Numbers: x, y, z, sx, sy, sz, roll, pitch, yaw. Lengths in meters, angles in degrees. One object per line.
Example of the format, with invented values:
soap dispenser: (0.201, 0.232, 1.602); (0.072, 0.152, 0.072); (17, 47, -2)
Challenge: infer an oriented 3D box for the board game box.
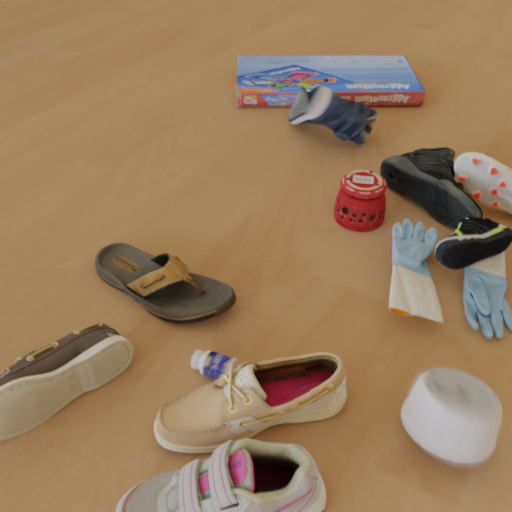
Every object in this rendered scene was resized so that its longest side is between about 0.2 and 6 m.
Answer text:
board game box: (2.038, -5.180, 16.497); (5.222, 0.508, 2.688); (0, 40, 0)

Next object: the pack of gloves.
pack of gloves: (3.468, 0.443, 10.211); (2.234, 0.525, 2.660); (17, 44, 0)

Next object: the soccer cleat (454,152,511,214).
soccer cleat: (5.334, -1.343, 11.685); (2.609, 0.904, 1.012); (34, 37, 11)

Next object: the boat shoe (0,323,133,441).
boat shoe: (-3.110, 1.777, 8.207); (2.589, 0.930, 0.771); (-27, 43, -33)

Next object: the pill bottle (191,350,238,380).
pill bottle: (-0.656, 1.691, 8.671); (0.660, 0.395, 0.395); (14, 43, 16)

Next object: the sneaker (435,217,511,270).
sneaker: (3.861, -0.302, 10.317); (1.937, 0.694, 0.802); (-9, 42, -31)

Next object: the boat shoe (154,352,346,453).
boat shoe: (-0.063, 1.932, 7.925); (2.845, 0.984, 1.049); (-12, 42, -14)

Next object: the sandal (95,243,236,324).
sandal: (-1.720, 0.309, 9.944); (2.935, 0.801, 1.199); (26, 47, 27)

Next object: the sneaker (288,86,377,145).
sneaker: (1.948, -3.535, 14.310); (1.896, 0.998, 2.624); (19, 9, -17)

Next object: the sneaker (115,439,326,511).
sneaker: (-0.417, 2.798, 6.795); (2.645, 1.167, 1.076); (-11, 42, -12)

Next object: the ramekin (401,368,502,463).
ramekin: (2.695, 2.108, 7.646); (1.285, 0.674, 1.285); (8, 25, -4)

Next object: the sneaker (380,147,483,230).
sneaker: (4.040, -1.565, 11.943); (1.520, 1.015, 2.654); (-25, 41, -17)

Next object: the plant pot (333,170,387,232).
plant pot: (2.160, -1.159, 11.535); (1.066, 0.971, 1.066); (0, 43, 0)
